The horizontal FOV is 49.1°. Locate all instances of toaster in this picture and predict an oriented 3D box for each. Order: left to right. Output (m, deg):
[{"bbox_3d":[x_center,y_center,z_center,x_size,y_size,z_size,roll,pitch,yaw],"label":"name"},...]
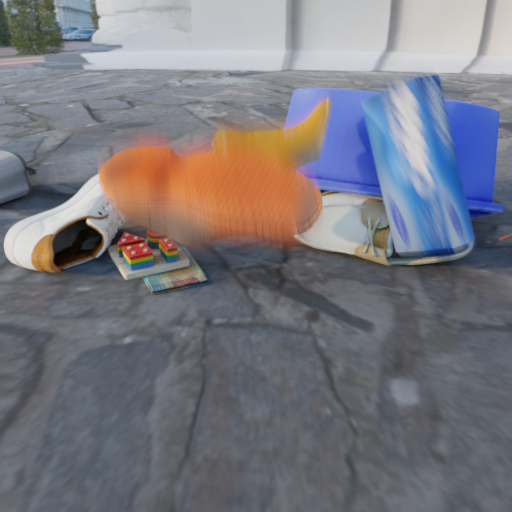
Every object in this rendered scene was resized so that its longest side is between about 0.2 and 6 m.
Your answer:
[{"bbox_3d":[-6.311,-1.799,13.180,1.994,1.133,1.288,13,32,26],"label":"toaster"}]

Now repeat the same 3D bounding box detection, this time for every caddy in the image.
[{"bbox_3d":[2.599,-1.795,11.579,4.875,2.559,3.446,9,8,12],"label":"caddy"}]

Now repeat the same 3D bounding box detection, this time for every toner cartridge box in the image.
[{"bbox_3d":[2.613,-1.427,9.152,0.574,2.659,1.263,-17,5,-28],"label":"toner cartridge box"}]

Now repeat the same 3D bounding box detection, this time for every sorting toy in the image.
[{"bbox_3d":[-1.969,-0.128,10.135,1.186,0.413,1.179,-13,31,-25],"label":"sorting toy"}]

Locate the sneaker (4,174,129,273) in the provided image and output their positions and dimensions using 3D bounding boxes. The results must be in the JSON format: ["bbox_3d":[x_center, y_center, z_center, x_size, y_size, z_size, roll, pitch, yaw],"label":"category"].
[{"bbox_3d":[-2.951,-0.625,10.744,1.428,1.228,3.372,17,42,30],"label":"sneaker"}]

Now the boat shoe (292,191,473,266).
[{"bbox_3d":[2.288,-0.508,10.298,3.341,1.248,1.143,1,20,1],"label":"boat shoe"}]

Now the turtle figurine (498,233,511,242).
[{"bbox_3d":[5.242,0.016,10.093,1.522,0.490,1.227,3,32,-6],"label":"turtle figurine"}]

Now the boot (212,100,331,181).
[{"bbox_3d":[0.216,-1.866,9.167,1.708,0.839,2.385,16,60,7],"label":"boot"}]

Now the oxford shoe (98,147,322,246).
[{"bbox_3d":[-0.606,-0.765,8.184,3.452,1.258,1.231,14,57,27],"label":"oxford shoe"}]

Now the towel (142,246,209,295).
[{"bbox_3d":[-1.556,0.228,10.030,1.065,0.158,1.452,-12,28,-21],"label":"towel"}]
